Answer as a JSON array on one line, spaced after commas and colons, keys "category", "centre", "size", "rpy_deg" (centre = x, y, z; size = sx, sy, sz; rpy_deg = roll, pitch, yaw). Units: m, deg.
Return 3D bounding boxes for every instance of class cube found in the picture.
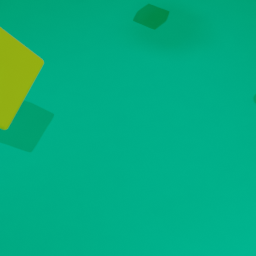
[{"category": "cube", "centre": [-2.301, -0.863, 4.192], "size": [1.229, 1.229, 1.229], "rpy_deg": [16, 76, 40]}]
